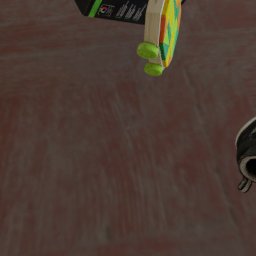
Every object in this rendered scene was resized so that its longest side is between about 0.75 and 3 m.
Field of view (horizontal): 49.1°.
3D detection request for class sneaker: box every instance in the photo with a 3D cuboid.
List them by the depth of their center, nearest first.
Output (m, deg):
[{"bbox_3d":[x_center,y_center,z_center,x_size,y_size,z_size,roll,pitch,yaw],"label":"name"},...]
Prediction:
[{"bbox_3d":[2.030,-0.022,3.250,0.811,2.150,1.224,34,42,5],"label":"sneaker"}]

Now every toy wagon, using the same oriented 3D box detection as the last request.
[{"bbox_3d":[0.719,-1.962,5.612,0.450,2.275,1.765,12,81,15],"label":"toy wagon"}]

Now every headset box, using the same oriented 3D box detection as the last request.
[{"bbox_3d":[0.254,-3.697,6.072,2.852,2.484,1.323,-9,63,-41],"label":"headset box"}]
